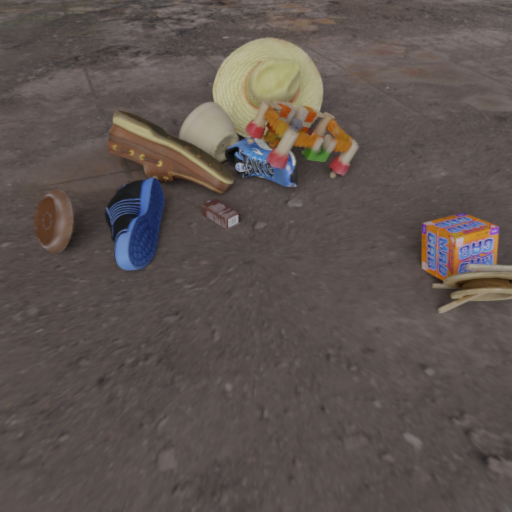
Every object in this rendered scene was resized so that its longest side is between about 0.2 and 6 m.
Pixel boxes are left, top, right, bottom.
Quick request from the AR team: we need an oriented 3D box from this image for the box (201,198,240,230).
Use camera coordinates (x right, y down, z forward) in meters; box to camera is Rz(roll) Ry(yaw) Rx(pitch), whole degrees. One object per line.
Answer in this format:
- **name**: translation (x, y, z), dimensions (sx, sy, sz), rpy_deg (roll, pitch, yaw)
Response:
- **box**: translation (-0.798, -0.945, 12.617), dimensions (0.431, 0.323, 0.861), rpy_deg (-29, 47, -33)

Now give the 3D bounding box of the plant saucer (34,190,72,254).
- **plant saucer**: translation (-4.184, -0.703, 11.432), dimensions (1.324, 1.324, 0.228), rpy_deg (34, 20, 36)

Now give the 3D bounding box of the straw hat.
- **straw hat**: translation (0.473, -4.710, 15.308), dimensions (3.210, 3.210, 1.358), rpy_deg (-7, -2, -9)

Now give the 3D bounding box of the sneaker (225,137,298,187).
- **sneaker**: translation (0.090, -2.212, 13.837), dimensions (1.117, 0.984, 2.505), rpy_deg (-24, 35, -27)

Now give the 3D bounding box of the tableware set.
- **tableware set**: translation (4.831, 0.668, 9.694), dimensions (3.074, 2.032, 0.616), rpy_deg (2, 77, 1)

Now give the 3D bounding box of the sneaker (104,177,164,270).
- **sneaker**: translation (-2.697, -0.634, 11.818), dimensions (1.069, 0.963, 2.745), rpy_deg (-12, 38, 14)

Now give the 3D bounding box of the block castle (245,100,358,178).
- **block castle**: translation (1.075, -2.753, 13.609), dimensions (2.497, 1.172, 1.669), rpy_deg (-2, 46, -38)

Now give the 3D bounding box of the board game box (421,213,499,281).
- **board game box**: translation (3.902, -0.142, 10.794), dimensions (0.993, 0.994, 0.994), rpy_deg (-14, 23, -17)

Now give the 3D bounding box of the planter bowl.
- **planter bowl**: translation (-1.116, -3.078, 14.614), dimensions (1.514, 1.514, 1.019), rpy_deg (-31, 63, -34)

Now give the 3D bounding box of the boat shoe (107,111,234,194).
- **boat shoe**: translation (-2.155, -2.342, 13.810), dimensions (3.469, 1.171, 1.249), rpy_deg (29, 15, 11)
